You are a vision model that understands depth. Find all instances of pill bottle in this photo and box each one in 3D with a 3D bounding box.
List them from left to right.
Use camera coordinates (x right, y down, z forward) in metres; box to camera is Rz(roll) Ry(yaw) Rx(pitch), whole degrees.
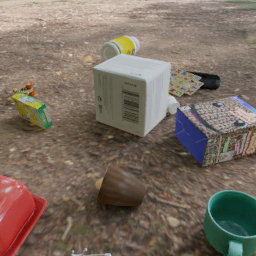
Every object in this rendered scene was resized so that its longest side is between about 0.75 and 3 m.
[{"bbox_3d":[-0.405,-4.915,17.537,1.460,1.460,2.606,21,39,29],"label":"pill bottle"},{"bbox_3d":[1.652,-1.152,12.416,0.750,0.750,1.329,-17,37,-25],"label":"pill bottle"}]

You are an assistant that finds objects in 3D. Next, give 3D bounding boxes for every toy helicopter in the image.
[{"bbox_3d":[-5.240,-1.664,13.391,0.999,0.596,1.511,11,38,19],"label":"toy helicopter"}]

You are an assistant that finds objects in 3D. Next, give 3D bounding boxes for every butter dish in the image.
[{"bbox_3d":[-3.510,1.880,6.807,2.315,1.716,2.321,12,34,11],"label":"butter dish"}]

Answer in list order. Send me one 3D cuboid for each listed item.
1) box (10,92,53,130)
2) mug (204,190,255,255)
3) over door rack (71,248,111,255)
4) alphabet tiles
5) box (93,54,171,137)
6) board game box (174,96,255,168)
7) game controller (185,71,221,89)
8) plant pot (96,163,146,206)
[{"bbox_3d":[-3.969,-0.739,11.413,1.917,1.125,0.464,22,50,30],"label":"box"},{"bbox_3d":[2.427,2.414,6.674,1.687,1.043,1.386,-24,40,-30],"label":"mug"},{"bbox_3d":[-0.873,3.105,6.282,0.963,0.321,0.711,3,34,4],"label":"over door rack"},{"bbox_3d":[2.608,-2.378,14.468,2.295,0.073,1.910,30,57,35],"label":"alphabet tiles"},{"bbox_3d":[0.165,-1.412,11.257,2.442,2.430,2.092,20,38,27],"label":"box"},{"bbox_3d":[3.334,0.035,10.103,2.613,1.265,2.083,-12,35,-16],"label":"board game box"},{"bbox_3d":[3.668,-2.569,14.966,2.449,0.516,1.277,10,49,16],"label":"game controller"},{"bbox_3d":[-0.136,1.718,7.872,1.208,1.129,1.129,19,35,1],"label":"plant pot"}]
